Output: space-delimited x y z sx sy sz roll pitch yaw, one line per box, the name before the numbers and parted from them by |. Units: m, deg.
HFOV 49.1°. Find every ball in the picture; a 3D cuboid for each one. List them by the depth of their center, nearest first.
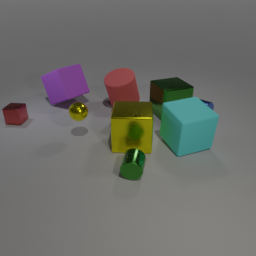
ball | -1.783 -0.591 10.082 0.700 0.700 0.700 0 28 0

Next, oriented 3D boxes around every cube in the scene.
cube | 2.082 -0.079 9.824 1.400 1.400 1.400 -12 37 -18
cube | 0.161 -0.052 9.982 1.400 1.400 1.400 1 28 3
cube | -4.694 -0.598 11.703 0.700 0.700 0.700 3 27 8
cube | 1.858 -1.301 12.289 1.400 1.400 1.400 -10 30 -18
cube | -2.919 -2.041 13.098 1.400 1.400 1.400 -9 14 43

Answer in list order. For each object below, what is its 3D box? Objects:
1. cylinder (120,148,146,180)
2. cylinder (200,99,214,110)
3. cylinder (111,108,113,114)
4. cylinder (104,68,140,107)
cylinder | 0.160 1.096 8.511 0.700 0.700 0.700 5 34 10
cylinder | 3.244 -0.867 12.186 0.700 0.700 0.700 -23 33 -36
cylinder | -0.337 -0.448 11.265 0.700 0.700 0.700 4 48 -4
cylinder | -0.259 -1.775 12.786 1.400 1.400 1.400 -8 44 8
